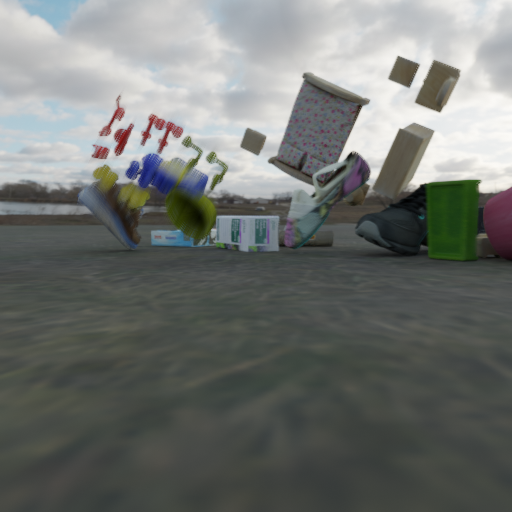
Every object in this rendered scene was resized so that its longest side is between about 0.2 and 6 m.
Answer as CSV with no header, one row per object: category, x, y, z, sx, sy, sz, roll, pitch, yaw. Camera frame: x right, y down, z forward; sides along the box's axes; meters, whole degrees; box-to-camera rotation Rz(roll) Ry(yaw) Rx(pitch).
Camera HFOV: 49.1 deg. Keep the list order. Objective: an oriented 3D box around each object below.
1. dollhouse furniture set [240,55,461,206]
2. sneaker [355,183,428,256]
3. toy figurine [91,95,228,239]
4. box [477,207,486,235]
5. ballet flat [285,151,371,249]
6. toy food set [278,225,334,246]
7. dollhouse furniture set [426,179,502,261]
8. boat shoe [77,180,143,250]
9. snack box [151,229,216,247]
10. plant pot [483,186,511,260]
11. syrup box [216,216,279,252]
dollhouse furniture set,1.434,-2.608,10.430,3.554,3.031,1.735,28,27,14
sneaker,2.744,-0.731,9.776,1.125,1.183,2.984,30,23,35
toy figurine,-1.036,-1.213,8.089,2.391,1.261,1.433,32,17,26
box,4.609,-0.551,11.192,1.007,0.843,1.356,0,3,0
ballet flat,1.121,-1.056,9.805,2.087,0.743,0.721,-43,28,-7
toy food set,1.027,-0.500,12.807,1.219,0.513,1.699,0,4,-3
dollhouse furniture set,3.983,-0.576,9.026,3.058,1.181,1.528,-2,5,-32
boat shoe,-2.412,-0.742,10.102,0.731,0.732,2.023,44,-9,18
snack box,-1.330,-0.429,12.894,1.141,0.364,1.964,2,4,31
plant pot,4.047,-0.555,7.820,1.514,1.514,1.355,-3,-11,-38
syrup box,-0.199,-0.456,11.044,0.682,0.659,1.674,-2,5,-24
